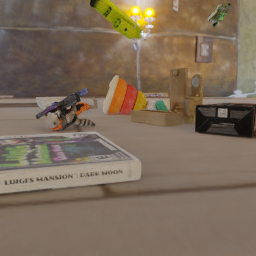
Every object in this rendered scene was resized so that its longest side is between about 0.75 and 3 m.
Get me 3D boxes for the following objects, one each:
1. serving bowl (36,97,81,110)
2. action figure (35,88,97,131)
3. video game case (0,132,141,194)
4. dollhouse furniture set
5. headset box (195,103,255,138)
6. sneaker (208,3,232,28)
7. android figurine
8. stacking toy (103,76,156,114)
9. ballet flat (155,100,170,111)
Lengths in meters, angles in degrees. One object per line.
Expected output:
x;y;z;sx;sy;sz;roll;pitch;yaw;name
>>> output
-3.423;-1.178;13.894;2.168;0.713;2.168;0;7;0;serving bowl
-1.439;-0.379;7.404;1.779;0.931;1.721;-23;-1;33;action figure
-1.282;0.368;3.969;2.246;0.289;2.471;-3;8;-18;video game case
1.389;-1.160;9.439;2.275;1.854;2.164;-5;9;-34;dollhouse furniture set
2.748;-0.263;7.082;1.390;0.702;1.871;6;10;39;headset box
2.545;-3.060;7.675;0.355;0.409;0.923;-7;-8;-15;sneaker
-0.438;-3.858;9.635;2.511;0.516;2.286;17;31;-50;android figurine
0.189;-1.147;12.410;2.394;1.749;1.749;19;5;-8;stacking toy
1.611;-0.987;12.170;0.697;0.666;1.979;-30;0;12;ballet flat
